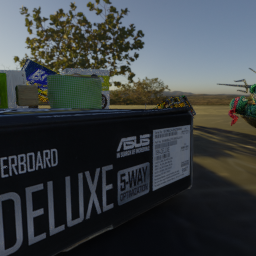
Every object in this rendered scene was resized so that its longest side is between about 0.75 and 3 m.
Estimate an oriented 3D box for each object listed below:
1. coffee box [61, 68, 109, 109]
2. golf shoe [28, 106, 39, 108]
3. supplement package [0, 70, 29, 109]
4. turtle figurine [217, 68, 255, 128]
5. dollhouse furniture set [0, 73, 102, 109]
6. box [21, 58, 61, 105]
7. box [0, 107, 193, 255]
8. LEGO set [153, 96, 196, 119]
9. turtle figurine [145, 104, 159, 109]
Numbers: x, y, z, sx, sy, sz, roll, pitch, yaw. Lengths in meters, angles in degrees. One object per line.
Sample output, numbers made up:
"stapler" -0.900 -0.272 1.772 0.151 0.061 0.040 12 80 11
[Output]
"coffee box" -2.702 -2.217 17.331 2.628 2.602 2.632 -2 6 -19
"golf shoe" -3.496 -0.471 7.545 0.885 1.075 2.276 10 13 42
"supplement package" -3.095 -0.473 5.569 1.328 1.338 1.763 2 10 19
"turtle figurine" 3.674 -0.567 7.061 2.770 1.394 2.073 20 28 25
"dollhouse furniture set" -1.069 -0.247 4.351 1.880 1.232 0.943 -4 6 -30
"box" -1.830 -0.958 7.345 2.038 0.714 0.655 26 -23 -13
"box" -1.185 0.240 1.944 2.250 0.710 2.854 4 7 39
"LEGO set" 1.632 -0.471 9.768 1.251 0.943 1.627 -33 -13 25
"turtle figurine" 0.735 -0.347 8.412 0.546 0.759 0.736 46 -4 -40
